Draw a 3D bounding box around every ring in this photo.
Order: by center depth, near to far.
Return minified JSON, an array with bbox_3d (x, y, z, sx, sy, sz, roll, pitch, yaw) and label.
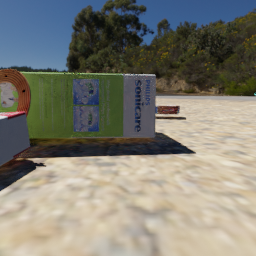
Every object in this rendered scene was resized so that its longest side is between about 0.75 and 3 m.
[{"bbox_3d":[-1.967,-0.319,4.313,1.240,1.240,0.119,4,-14,25],"label":"ring"}]

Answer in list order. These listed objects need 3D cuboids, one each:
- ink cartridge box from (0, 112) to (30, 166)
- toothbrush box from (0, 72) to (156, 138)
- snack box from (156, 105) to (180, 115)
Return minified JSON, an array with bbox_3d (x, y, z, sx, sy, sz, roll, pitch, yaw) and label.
[{"bbox_3d":[-2.052,0.145,3.464,1.307,0.541,0.953,-3,11,6],"label":"ink cartridge box"},{"bbox_3d":[-1.000,-0.480,5.851,2.833,1.219,2.062,-2,6,-7],"label":"toothbrush box"},{"bbox_3d":[0.456,-0.657,9.931,2.699,0.328,0.970,2,5,13],"label":"snack box"}]
